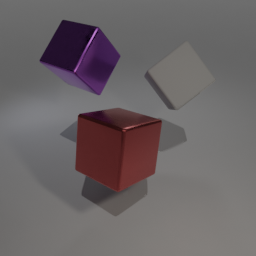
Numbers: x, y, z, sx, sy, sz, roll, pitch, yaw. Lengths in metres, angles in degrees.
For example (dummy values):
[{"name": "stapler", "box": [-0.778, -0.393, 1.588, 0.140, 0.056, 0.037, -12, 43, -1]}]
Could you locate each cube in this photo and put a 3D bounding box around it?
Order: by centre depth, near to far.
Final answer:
[{"name": "cube", "box": [-0.229, 0.408, 6.523, 1.400, 1.400, 1.400, 18, 21, 36]}, {"name": "cube", "box": [-1.325, -1.991, 8.003, 1.400, 1.400, 1.400, 23, 82, 30]}, {"name": "cube", "box": [1.478, -1.500, 8.385, 1.400, 1.400, 1.400, -37, 4, 3]}]
